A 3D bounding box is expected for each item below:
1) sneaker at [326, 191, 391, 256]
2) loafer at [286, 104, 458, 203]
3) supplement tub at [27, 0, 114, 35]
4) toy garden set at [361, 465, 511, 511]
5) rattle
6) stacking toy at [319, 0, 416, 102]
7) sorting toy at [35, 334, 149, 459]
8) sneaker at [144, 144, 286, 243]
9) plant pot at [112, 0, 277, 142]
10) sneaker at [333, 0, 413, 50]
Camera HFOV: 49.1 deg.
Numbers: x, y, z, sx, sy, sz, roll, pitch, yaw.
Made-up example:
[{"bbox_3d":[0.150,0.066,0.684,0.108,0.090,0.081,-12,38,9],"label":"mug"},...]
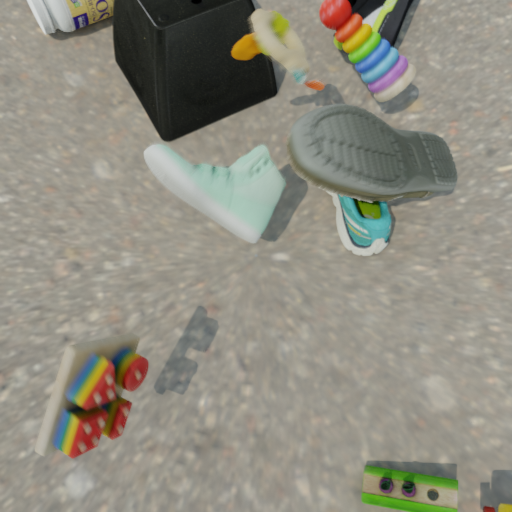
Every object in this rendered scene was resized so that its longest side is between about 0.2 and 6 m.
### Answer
[{"bbox_3d":[1.535,-1.207,8.490,0.938,0.964,2.420,-13,64,-7],"label":"sneaker"},{"bbox_3d":[1.460,-1.119,7.342,3.056,1.064,1.149,3,70,-41],"label":"loafer"},{"bbox_3d":[-3.202,-4.849,10.055,1.798,1.307,1.307,-28,67,-12],"label":"supplement tub"},{"bbox_3d":[2.078,3.731,6.069,2.103,0.503,2.523,3,63,18],"label":"toy garden set"},{"bbox_3d":[0.198,-2.232,6.624,0.842,0.767,1.179,-30,82,20],"label":"rattle"},{"bbox_3d":[1.626,-3.192,8.444,1.729,0.738,0.738,44,68,-19],"label":"stacking toy"},{"bbox_3d":[-1.586,1.433,5.749,0.388,1.114,1.107,21,97,21],"label":"sorting toy"},{"bbox_3d":[-0.471,-1.136,7.355,1.157,1.961,0.722,-59,32,-6],"label":"sneaker"},{"bbox_3d":[-1.088,-3.642,9.107,2.229,1.982,2.234,-26,66,-13],"label":"plant pot"},{"bbox_3d":[2.247,-4.945,10.203,1.290,1.117,3.116,21,66,10],"label":"sneaker"}]
